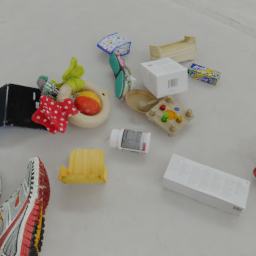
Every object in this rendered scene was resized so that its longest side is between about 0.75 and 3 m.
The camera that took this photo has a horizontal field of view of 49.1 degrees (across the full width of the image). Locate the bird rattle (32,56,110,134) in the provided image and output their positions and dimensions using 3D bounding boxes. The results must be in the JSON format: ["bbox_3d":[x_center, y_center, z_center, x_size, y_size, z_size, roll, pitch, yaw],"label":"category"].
[{"bbox_3d":[-1.741,-0.944,9.693,2.428,1.678,2.979,21,42,-17],"label":"bird rattle"}]

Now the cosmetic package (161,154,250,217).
[{"bbox_3d":[2.225,1.633,8.141,2.310,0.585,0.954,20,52,16],"label":"cosmetic package"}]

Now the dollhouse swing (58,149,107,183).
[{"bbox_3d":[-1.298,1.047,8.384,1.292,1.174,1.136,0,70,0],"label":"dollhouse swing"}]

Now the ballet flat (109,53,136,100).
[{"bbox_3d":[-0.163,-2.081,11.265,0.860,0.835,2.417,10,48,-30],"label":"ballet flat"}]

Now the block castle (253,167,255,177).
[{"bbox_3d":[4.948,1.189,8.279,2.181,1.023,1.457,-27,58,-19],"label":"block castle"}]

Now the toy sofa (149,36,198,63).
[{"bbox_3d":[2.014,-3.381,12.440,2.020,0.986,0.836,-20,27,-16],"label":"toy sofa"}]

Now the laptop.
[{"bbox_3d":[-4.188,-0.487,10.286,2.426,1.253,2.150,8,45,-27],"label":"laptop"}]

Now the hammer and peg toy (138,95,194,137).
[{"bbox_3d":[1.306,-0.626,9.942,1.811,0.639,1.332,40,59,21],"label":"hammer and peg toy"}]

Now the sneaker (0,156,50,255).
[{"bbox_3d":[-2.832,1.995,7.486,1.187,1.125,2.890,-1,49,0],"label":"sneaker"}]

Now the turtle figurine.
[{"bbox_3d":[-2.670,-0.971,9.963,1.054,1.567,2.093,-29,46,-2],"label":"turtle figurine"}]

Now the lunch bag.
[{"bbox_3d":[-0.647,-3.665,12.629,1.209,0.749,1.028,-31,56,-33],"label":"lunch bag"}]

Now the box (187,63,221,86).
[{"bbox_3d":[3.117,-2.230,11.591,1.310,0.421,0.459,26,54,20],"label":"box"}]

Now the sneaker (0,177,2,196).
[{"bbox_3d":[-4.249,1.915,7.177,1.097,1.675,2.899,1,49,1],"label":"sneaker"}]

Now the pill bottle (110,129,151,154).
[{"bbox_3d":[0.075,0.407,9.123,1.243,0.708,0.708,9,50,7],"label":"pill bottle"}]

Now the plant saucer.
[{"bbox_3d":[0.524,-0.940,10.457,1.317,0.233,1.317,10,45,-10],"label":"plant saucer"}]

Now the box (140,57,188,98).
[{"bbox_3d":[1.345,-1.968,10.760,1.265,0.883,1.661,-15,32,-12],"label":"box"}]
